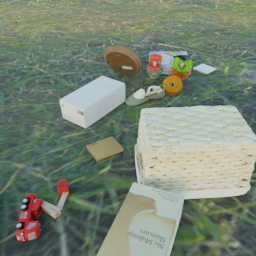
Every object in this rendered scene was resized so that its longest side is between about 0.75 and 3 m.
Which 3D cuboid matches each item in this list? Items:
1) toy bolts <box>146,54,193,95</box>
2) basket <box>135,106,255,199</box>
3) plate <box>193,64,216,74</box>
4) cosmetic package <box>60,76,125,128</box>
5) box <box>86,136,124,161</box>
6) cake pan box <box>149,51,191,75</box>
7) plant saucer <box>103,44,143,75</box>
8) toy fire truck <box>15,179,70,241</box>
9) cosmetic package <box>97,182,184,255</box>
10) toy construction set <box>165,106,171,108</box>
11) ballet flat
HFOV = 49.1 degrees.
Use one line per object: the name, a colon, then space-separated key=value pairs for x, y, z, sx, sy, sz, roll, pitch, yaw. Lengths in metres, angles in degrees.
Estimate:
toy bolts: x=1.577 y=-2.120 z=11.632 sx=1.792 sy=1.243 sz=1.712 roll=17 pitch=79 yaw=7
basket: x=1.593 y=0.532 z=7.045 sx=2.730 sy=1.684 sz=1.851 roll=-2 pitch=36 yaw=-4
plate: x=3.514 y=-2.679 z=12.847 sx=0.801 sy=0.130 sz=0.803 roll=-28 pitch=44 yaw=-35
cosmetic package: x=-1.174 y=-0.979 z=9.910 sx=1.146 sy=0.835 sz=2.255 roll=23 pitch=44 yaw=29
box: x=-0.689 y=0.603 z=8.309 sx=0.902 sy=0.096 sz=0.737 roll=-19 pitch=40 yaw=-25
cake pan box: x=1.953 y=-3.053 z=13.066 sx=1.926 sy=0.504 sz=1.774 roll=2 pitch=38 yaw=3
plant saucer: x=-0.238 y=-2.825 z=11.874 sx=1.792 sy=1.792 sz=0.264 roll=13 pitch=67 yaw=17
toy fire truck: x=-1.890 y=1.833 z=6.374 sx=1.026 sy=0.355 sz=1.455 roll=-3 pitch=36 yaw=-5
cosmetic package: x=0.229 y=2.243 z=5.403 sx=1.213 sy=0.819 sz=2.306 roll=12 pitch=37 yaw=16
toy construction set: x=1.507 y=0.014 z=8.587 sx=1.080 sy=0.995 sz=1.295 roll=31 pitch=-4 yaw=-35
ballet flat: x=0.659 y=-1.297 z=10.557 sx=1.665 sy=0.530 sz=0.561 roll=-16 pitch=47 yaw=-21
